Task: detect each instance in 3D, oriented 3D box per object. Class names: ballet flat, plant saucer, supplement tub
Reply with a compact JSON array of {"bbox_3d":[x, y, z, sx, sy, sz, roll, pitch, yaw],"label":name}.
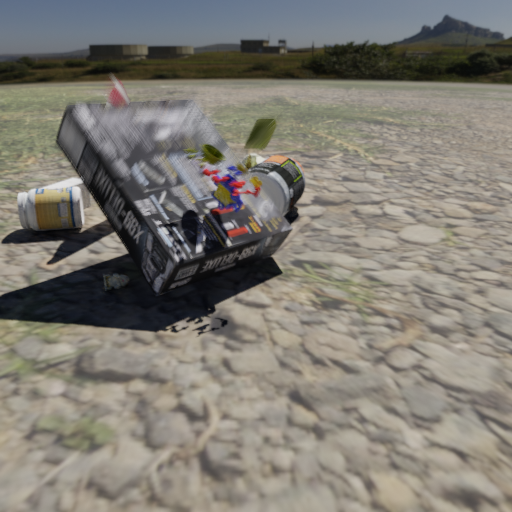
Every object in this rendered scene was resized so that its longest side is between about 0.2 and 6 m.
[{"bbox_3d":[-0.027,-2.397,15.555,0.809,0.811,2.421,-7,23,-18],"label":"ballet flat"},{"bbox_3d":[0.118,-2.490,11.591,0.167,0.696,0.695,26,-3,-33],"label":"plant saucer"},{"bbox_3d":[-4.377,-1.004,11.997,1.239,0.896,0.896,-5,23,-13],"label":"supplement tub"},{"bbox_3d":[0.364,-1.556,12.828,1.299,1.299,2.120,8,23,19],"label":"supplement tub"}]

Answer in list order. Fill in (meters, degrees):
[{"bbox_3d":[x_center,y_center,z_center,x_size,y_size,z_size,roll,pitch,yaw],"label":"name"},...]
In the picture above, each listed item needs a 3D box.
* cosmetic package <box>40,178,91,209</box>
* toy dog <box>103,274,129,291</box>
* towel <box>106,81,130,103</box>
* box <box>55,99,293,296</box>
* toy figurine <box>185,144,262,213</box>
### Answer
[{"bbox_3d":[-4.523,-1.357,13.183,0.535,0.678,1.261,11,23,24],"label":"cosmetic package"},{"bbox_3d":[-2.332,0.438,9.367,0.405,0.283,0.393,-7,-12,-13],"label":"toy dog"},{"bbox_3d":[-3.038,-2.495,12.269,0.262,1.661,2.306,-3,49,11],"label":"towel"},{"bbox_3d":[-1.427,-1.269,10.001,2.804,0.885,3.556,-19,65,-44],"label":"box"},{"bbox_3d":[-0.619,-1.114,9.159,0.727,0.826,1.379,-26,58,-41],"label":"toy figurine"}]
